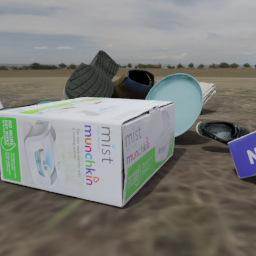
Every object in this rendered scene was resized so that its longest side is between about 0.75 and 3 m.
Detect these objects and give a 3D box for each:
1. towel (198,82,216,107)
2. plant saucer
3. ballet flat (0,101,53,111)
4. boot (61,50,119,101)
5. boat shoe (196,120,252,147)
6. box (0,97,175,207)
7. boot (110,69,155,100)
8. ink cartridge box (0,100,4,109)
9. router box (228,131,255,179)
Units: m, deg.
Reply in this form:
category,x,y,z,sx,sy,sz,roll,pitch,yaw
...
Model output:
category,x,y,z,sx,sy,sz,roll,pitch,yaw
towel,1.859,-1.149,9.930,1.464,0.381,2.210,-43,38,-24
plant saucer,0.946,-0.451,5.942,1.461,1.461,0.200,12,-9,43
ballet flat,-2.317,-0.282,6.911,2.009,0.683,0.687,-6,-14,-42
boot,-1.280,-0.815,7.435,1.947,1.009,2.980,-42,14,27
boat shoe,1.807,0.084,5.034,1.096,0.410,0.364,19,-10,3
box,-0.454,0.115,4.274,1.885,1.033,2.136,6,13,23
boot,0.623,-0.923,7.958,2.446,0.914,1.186,7,-28,-27
ink cartridge box,-3.442,-0.288,6.644,1.005,0.600,0.211,-26,-3,-13
router box,2.748,0.010,3.380,2.005,0.546,2.235,-8,-15,-21
